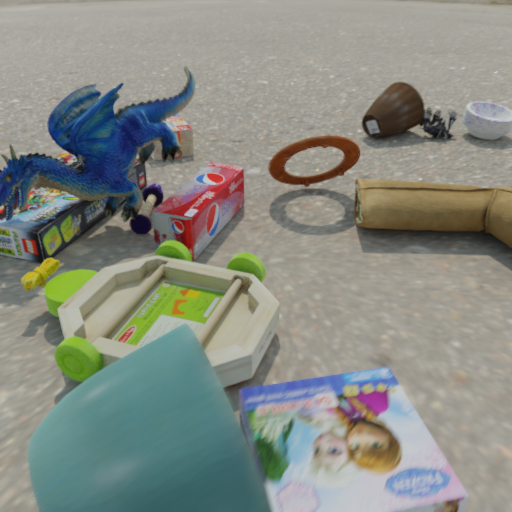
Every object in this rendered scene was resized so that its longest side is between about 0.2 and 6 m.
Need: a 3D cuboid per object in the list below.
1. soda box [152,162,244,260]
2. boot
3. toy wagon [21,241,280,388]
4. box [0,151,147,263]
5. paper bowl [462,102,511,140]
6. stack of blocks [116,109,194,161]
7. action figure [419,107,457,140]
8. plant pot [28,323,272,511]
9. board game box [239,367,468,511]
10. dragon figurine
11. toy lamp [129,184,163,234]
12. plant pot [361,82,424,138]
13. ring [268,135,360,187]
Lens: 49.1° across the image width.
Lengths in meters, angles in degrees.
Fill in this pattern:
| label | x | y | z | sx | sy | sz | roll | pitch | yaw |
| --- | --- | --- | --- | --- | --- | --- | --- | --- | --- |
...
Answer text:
| label | x | y | z | sx | sy | sz | roll | pitch | yaw |
| --- | --- | --- | --- | --- | --- | --- | --- | --- | --- |
| soda box | -1.004 | -0.914 | 10.568 | 0.797 | 0.880 | 2.513 | 10 | 32 | 17 |
| boot | 3.488 | -0.666 | 10.078 | 3.271 | 1.082 | 2.865 | 4 | 18 | 4 |
| toy wagon | -1.571 | 0.748 | 7.939 | 3.665 | 0.725 | 2.843 | 10 | 32 | 17 |
| box | -3.957 | -1.148 | 11.207 | 2.012 | 0.635 | 3.656 | 10 | 32 | 16 |
| paper bowl | 6.306 | -3.646 | 15.293 | 1.316 | 0.685 | 1.316 | 5 | 37 | -4 |
| stack of blocks | -2.688 | -3.275 | 14.716 | 1.407 | 0.716 | 2.443 | -13 | 34 | -21 |
| action figure | 4.971 | -3.699 | 15.417 | 0.915 | 0.785 | 1.539 | 8 | 28 | -6 |
| plant pot | -0.993 | 1.843 | 4.978 | 1.626 | 2.026 | 2.026 | -22 | 35 | -13 |
| board game box | 0.913 | 2.068 | 6.014 | 1.899 | 0.391 | 1.895 | -7 | 31 | -11 |
| dragon figurine | -2.712 | -2.230 | 9.997 | 1.392 | 2.352 | 4.730 | 18 | 70 | 48 |
| toy lamp | -2.151 | -0.994 | 11.146 | 0.467 | 0.467 | 1.604 | 2 | 30 | 3 |
| plant pot | 3.599 | -3.817 | 15.269 | 1.446 | 1.352 | 1.352 | -36 | 44 | -27 |
| ring | 1.200 | -1.881 | 11.499 | 1.908 | 1.908 | 0.183 | -6 | 70 | -10 |
